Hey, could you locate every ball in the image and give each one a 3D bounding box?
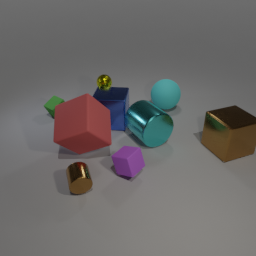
[{"bbox_3d":[1.764,-1.579,13.128,1.400,1.400,1.400,0,31,0],"label":"ball"},{"bbox_3d":[-1.068,-2.060,12.613,0.700,0.700,0.700,0,31,0],"label":"ball"}]

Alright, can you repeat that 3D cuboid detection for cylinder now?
[{"bbox_3d":[0.794,-0.189,10.789,1.400,1.400,1.400,-16,34,-25],"label":"cylinder"},{"bbox_3d":[-1.475,1.502,8.446,0.700,0.700,0.700,-9,40,-15],"label":"cylinder"}]

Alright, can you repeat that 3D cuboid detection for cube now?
[{"bbox_3d":[3.721,0.170,10.213,1.400,1.400,1.400,-12,33,-20],"label":"cube"},{"bbox_3d":[-1.523,-0.092,9.540,1.400,1.400,1.400,-17,61,23],"label":"cube"},{"bbox_3d":[-3.170,-0.906,12.498,0.700,0.700,0.700,24,65,35],"label":"cube"},{"bbox_3d":[-0.719,-0.851,11.929,1.400,1.400,1.400,3,31,6],"label":"cube"},{"bbox_3d":[0.016,1.059,8.983,0.700,0.700,0.700,4,29,41],"label":"cube"}]
